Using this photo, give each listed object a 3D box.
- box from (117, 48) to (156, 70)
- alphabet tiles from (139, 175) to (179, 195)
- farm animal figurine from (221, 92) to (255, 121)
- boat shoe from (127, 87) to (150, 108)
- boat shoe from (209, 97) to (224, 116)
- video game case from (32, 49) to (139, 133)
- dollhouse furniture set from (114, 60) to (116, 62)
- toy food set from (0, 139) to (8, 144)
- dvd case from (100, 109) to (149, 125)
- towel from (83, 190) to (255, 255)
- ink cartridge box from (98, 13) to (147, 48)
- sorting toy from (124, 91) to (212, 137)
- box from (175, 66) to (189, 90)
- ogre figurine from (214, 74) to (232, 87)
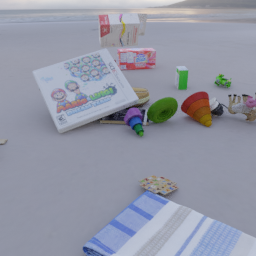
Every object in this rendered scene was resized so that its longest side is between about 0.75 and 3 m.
[{"bbox_3d":[0.433,-3.648,14.693,1.912,0.981,0.905,-5,26,-9],"label":"box"},{"bbox_3d":[0.597,1.092,5.439,0.630,0.024,0.757,20,18,38],"label":"alphabet tiles"},{"bbox_3d":[3.808,-0.541,8.206,1.828,0.919,1.476,-7,11,-20],"label":"farm animal figurine"},{"bbox_3d":[-0.656,-1.247,9.200,2.992,1.139,1.072,-7,16,-22],"label":"boat shoe"},{"bbox_3d":[2.774,-0.668,8.971,0.405,0.495,1.341,45,11,-3],"label":"boat shoe"},{"bbox_3d":[-1.290,-1.224,8.397,2.495,0.296,2.271,-22,64,-17],"label":"video game case"},{"bbox_3d":[-1.068,-2.185,11.316,0.894,1.183,2.198,4,26,8],"label":"dollhouse furniture set"},{"bbox_3d":[-3.636,0.528,6.485,1.149,0.334,1.664,0,25,1],"label":"toy food set"},{"bbox_3d":[-0.052,-0.367,8.668,1.448,0.116,1.077,2,24,6],"label":"dvd case"},{"bbox_3d":[0.814,1.751,3.924,2.487,0.296,1.826,18,30,34],"label":"towel"},{"bbox_3d":[-0.178,-3.995,11.487,2.001,1.165,0.675,-7,59,-8],"label":"ink cartridge box"},{"bbox_3d":[1.312,-0.254,7.947,2.790,0.967,0.961,-12,55,-20],"label":"sorting toy"},{"bbox_3d":[2.201,-2.056,11.471,0.392,0.811,0.716,-2,26,-2],"label":"box"},{"bbox_3d":[3.966,-1.948,11.691,0.606,0.496,1.010,23,44,6],"label":"ogre figurine"}]
